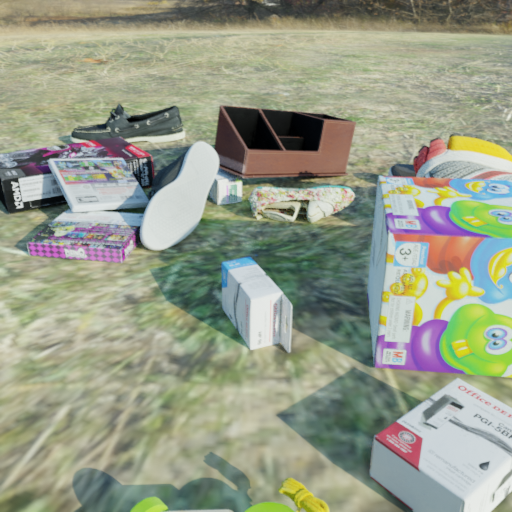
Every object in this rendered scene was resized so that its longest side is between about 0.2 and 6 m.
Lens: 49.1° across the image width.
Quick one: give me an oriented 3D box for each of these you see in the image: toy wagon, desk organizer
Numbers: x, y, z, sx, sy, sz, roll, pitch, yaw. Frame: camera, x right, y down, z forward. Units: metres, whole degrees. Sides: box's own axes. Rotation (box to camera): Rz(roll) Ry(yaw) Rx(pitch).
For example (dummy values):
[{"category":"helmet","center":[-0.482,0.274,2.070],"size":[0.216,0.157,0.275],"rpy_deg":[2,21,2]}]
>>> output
[{"category":"toy wagon","center":[-0.336,2.242,3.521],"size":[1.681,0.429,2.167],"rpy_deg":[24,34,38]},{"category":"desk organizer","center":[0.603,-2.223,10.997],"size":[2.920,1.124,1.047],"rpy_deg":[-8,26,-41]}]

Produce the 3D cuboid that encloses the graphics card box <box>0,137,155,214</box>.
[{"category":"graphics card box","center":[-3.640,-1.664,11.011],"size":[2.839,0.722,1.781],"rpy_deg":[-17,31,-28]}]

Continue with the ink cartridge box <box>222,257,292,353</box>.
[{"category":"ink cartridge box","center":[-0.020,0.590,6.522],"size":[0.405,0.692,1.194],"rpy_deg":[-11,28,-21]}]

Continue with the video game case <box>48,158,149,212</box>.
[{"category":"video game case","center":[-2.746,-1.265,9.804],"size":[1.392,0.160,1.269],"rpy_deg":[-9,51,-38]}]

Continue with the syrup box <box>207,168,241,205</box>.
[{"category":"syrup box","center":[-0.711,-1.431,10.794],"size":[0.504,0.487,1.237],"rpy_deg":[-11,29,-21]}]

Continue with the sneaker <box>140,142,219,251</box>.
[{"category":"sneaker","center":[-1.460,-0.850,9.455],"size":[1.158,0.826,2.335],"rpy_deg":[-27,31,46]}]

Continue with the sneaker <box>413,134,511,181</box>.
[{"category":"sneaker","center":[4.218,-0.788,8.912],"size":[3.527,1.373,1.449],"rpy_deg":[7,62,-4]}]

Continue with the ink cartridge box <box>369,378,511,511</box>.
[{"category":"ink cartridge box","center":[1.667,1.626,4.659],"size":[1.184,0.491,0.869],"rpy_deg":[-21,32,-34]}]

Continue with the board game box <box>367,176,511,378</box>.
[{"category":"board game box","center":[2.940,0.213,6.142],"size":[3.214,1.685,1.655],"rpy_deg":[2,27,7]}]

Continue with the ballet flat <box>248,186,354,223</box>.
[{"category":"ballet flat","center":[0.761,-0.841,9.639],"size":[1.827,0.691,0.584],"rpy_deg":[0,61,11]}]

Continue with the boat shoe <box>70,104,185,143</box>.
[{"category":"boat shoe","center":[-3.256,-3.366,14.152],"size":[2.851,0.945,1.065],"rpy_deg":[-4,27,-8]}]

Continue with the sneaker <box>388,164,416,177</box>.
[{"category":"sneaker","center":[3.640,-1.608,10.634],"size":[2.304,0.943,0.888],"rpy_deg":[19,32,33]}]

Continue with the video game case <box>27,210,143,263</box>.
[{"category":"video game case","center":[-2.575,-0.342,8.854],"size":[1.500,0.269,1.360],"rpy_deg":[4,27,8]}]
